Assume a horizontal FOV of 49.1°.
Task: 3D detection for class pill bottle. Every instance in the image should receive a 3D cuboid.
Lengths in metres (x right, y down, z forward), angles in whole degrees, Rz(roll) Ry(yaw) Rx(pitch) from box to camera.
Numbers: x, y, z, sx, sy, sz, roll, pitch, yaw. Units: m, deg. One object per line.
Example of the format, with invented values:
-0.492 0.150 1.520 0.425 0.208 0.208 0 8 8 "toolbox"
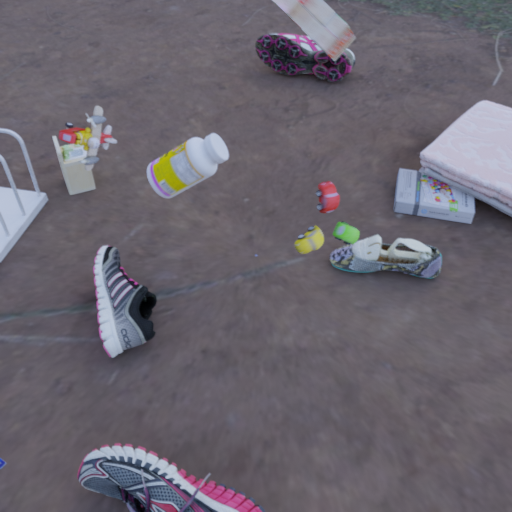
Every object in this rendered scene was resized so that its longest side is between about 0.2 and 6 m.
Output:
-1.037 -1.399 8.587 1.219 0.635 0.635 -24 37 25 "pill bottle"

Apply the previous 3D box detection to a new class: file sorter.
-5.095 -0.893 9.479 1.742 1.563 2.510 8 45 9 "file sorter"

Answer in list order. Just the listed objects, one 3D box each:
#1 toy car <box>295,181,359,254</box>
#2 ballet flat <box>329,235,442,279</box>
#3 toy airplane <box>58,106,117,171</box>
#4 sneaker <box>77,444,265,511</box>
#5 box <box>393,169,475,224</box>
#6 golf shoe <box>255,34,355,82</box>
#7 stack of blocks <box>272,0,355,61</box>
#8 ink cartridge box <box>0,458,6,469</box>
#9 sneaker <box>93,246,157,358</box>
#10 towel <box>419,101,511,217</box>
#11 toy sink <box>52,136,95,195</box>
0.893 -0.321 6.258 0.801 0.851 0.190 22 3 -34 "toy car"
2.155 -0.057 9.275 1.838 0.661 0.661 6 44 7 "ballet flat"
-2.641 -1.878 9.056 0.831 0.835 0.589 -39 45 -8 "toy airplane"
-1.013 2.763 6.134 2.217 0.894 0.828 16 48 16 "sneaker"
3.384 -1.155 10.662 1.422 0.293 1.109 11 45 10 "box"
1.265 -5.184 14.504 2.590 0.940 1.193 18 38 8 "golf shoe"
0.707 -3.973 8.866 1.771 0.519 1.020 48 19 10 "stack of blocks"
-3.989 2.383 6.948 1.653 0.324 0.822 24 48 22 "ink cartridge box"
-1.969 0.615 8.525 0.863 0.728 1.973 -10 48 -11 "sneaker"
5.422 -1.756 10.952 3.569 0.575 3.409 32 49 24 "towel"
-3.499 -1.808 10.832 0.560 0.999 0.651 -17 46 -17 "toy sink"
